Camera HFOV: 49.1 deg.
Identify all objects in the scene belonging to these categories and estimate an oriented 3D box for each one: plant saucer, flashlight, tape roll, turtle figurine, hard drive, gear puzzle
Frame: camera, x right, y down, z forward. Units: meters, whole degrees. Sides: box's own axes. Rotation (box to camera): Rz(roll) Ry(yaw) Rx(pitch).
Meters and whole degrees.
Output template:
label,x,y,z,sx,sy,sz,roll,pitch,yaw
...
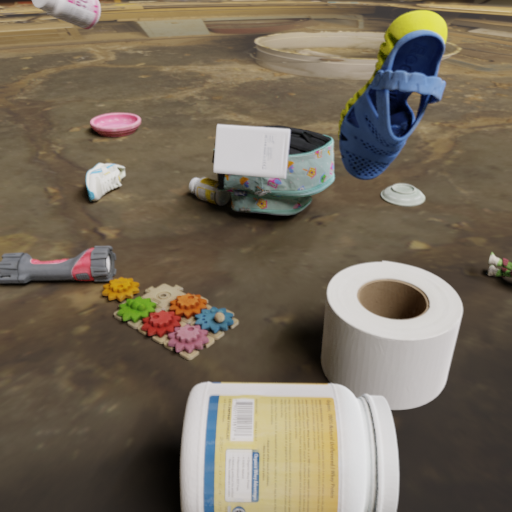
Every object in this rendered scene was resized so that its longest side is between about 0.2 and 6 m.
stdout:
label,x,y,z,sx,sy,sz,roll,pitch,yaw
plant saucer,-3.943,-3.667,15.772,1.388,0.352,1.388,0,32,0
flashlight,-3.227,0.141,9.142,1.776,0.604,0.601,0,0,3
tape roll,1.682,0.978,7.163,1.657,1.138,1.657,0,31,0
turtle figurine,4.289,0.131,9.104,0.883,0.910,0.655,14,0,30
hard drive,-0.076,-1.694,9.104,1.196,0.789,0.152,7,8,13
gear puzzle,-1.423,0.717,8.421,2.302,0.301,1.192,22,37,32
plant saucer,3.145,-1.347,11.979,0.929,0.233,0.929,0,31,0

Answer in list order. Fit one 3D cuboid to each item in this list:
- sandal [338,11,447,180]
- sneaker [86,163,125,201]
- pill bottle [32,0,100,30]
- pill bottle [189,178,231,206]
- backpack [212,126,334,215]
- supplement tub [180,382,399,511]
label,x,y,z,sx,sy,sz,roll,pitch,yaw
sandal,1.968,-2.096,8.317,1.104,2.779,1.210,5,53,-8
sneaker,-3.280,-1.642,12.160,0.596,0.565,1.476,1,32,3
pill bottle,-2.411,-3.209,7.123,0.433,0.433,0.764,22,14,32
pill bottle,-0.985,-1.379,11.788,0.854,0.478,0.478,21,37,31
backpack,0.471,-1.715,11.097,2.174,1.667,1.911,0,21,28
supplement tub,0.287,1.912,5.354,1.885,1.364,1.364,1,31,1
